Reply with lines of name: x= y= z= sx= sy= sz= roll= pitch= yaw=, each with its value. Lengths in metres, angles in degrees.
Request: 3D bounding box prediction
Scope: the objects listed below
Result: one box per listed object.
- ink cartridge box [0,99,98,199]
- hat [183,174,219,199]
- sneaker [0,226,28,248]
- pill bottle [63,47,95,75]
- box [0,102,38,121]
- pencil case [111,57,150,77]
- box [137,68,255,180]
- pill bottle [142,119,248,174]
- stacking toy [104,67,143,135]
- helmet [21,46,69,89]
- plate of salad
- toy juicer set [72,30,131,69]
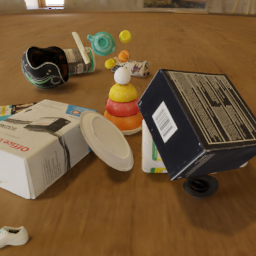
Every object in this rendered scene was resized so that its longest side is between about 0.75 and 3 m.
ink cartridge box: x=-2.491 y=0.379 z=7.949 sx=2.141 sy=1.235 sz=2.951 roll=14 pitch=31 yaw=24
hat: x=1.780 y=1.497 z=6.850 sx=0.886 sy=0.357 sz=0.886 roll=-7 pitch=30 yaw=4
sneaker: x=-2.505 y=2.149 z=5.549 sx=0.959 sy=0.424 sz=0.361 roll=-10 pitch=31 yaw=-17
pill bottle: x=-3.100 y=-3.588 z=15.189 sx=2.408 sy=1.362 sz=1.362 roll=-13 pitch=31 yaw=-23
box: x=-4.374 y=-0.389 z=10.108 sx=2.289 sy=0.563 sz=0.942 roll=-9 pitch=30 yaw=-16
pencil case: x=0.092 y=-3.357 z=15.295 sx=2.198 sy=0.855 sz=0.983 roll=14 pitch=35 yaw=25
box: x=1.522 y=-0.104 z=5.835 sx=1.928 sy=1.198 sz=1.943 roll=-3 pitch=56 yaw=-30
pill bottle: x=1.724 y=0.466 z=7.529 sx=2.678 sy=1.510 sz=1.510 roll=0 pitch=28 yaw=2
stacking toy: x=-0.155 y=-1.013 z=9.553 sx=1.599 sy=2.189 sz=1.599 roll=0 pitch=28 yaw=0
helmet: x=-3.905 y=-2.804 z=13.044 sx=1.920 sy=2.014 sz=2.014 roll=-3 pitch=28 yaw=6
plate of salad: x=-0.622 y=0.379 z=7.788 sx=0.492 sy=2.047 sz=2.047 roll=-40 pitch=20 yaw=21
toy juicer set: x=-0.978 y=-3.058 z=11.041 sx=2.284 sy=1.453 sz=0.622 roll=-4 pitch=8 yaw=-4
